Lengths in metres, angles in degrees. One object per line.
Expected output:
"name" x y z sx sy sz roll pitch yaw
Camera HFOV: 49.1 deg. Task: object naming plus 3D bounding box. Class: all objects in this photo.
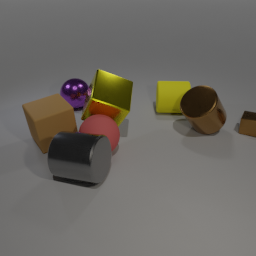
"cylinder" 2.857 -0.664 10.593 1.400 1.400 1.400 -16 56 26
"cylinder" -1.386 0.833 8.246 1.400 1.400 1.400 5 28 20
"cube" -0.759 -0.991 10.171 1.400 1.400 1.400 17 56 -16
"cube" 4.781 -0.168 10.908 0.700 0.700 0.700 14 36 27
"ball" -2.410 -1.583 12.885 1.400 1.400 1.400 0 28 0
"ball" -0.975 0.242 9.486 1.400 1.400 1.400 0 28 0
"cylinder" 1.991 -1.378 12.473 1.400 1.400 1.400 1 28 2
"cube" -2.770 -0.202 10.089 1.400 1.400 1.400 -23 38 -25
